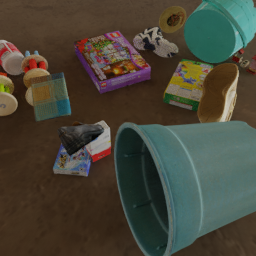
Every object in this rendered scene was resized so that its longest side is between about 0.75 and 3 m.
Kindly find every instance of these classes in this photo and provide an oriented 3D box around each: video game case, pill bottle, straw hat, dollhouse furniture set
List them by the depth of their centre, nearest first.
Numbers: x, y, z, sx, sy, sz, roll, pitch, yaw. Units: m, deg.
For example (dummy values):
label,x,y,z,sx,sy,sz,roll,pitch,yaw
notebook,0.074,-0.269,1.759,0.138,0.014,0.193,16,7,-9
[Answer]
label,x,y,z,sx,sy,sz,roll,pitch,yaw
video game case,-1.537,0.846,8.025,0.947,0.238,1.045,3,48,4
pill bottle,-4.655,-2.803,10.937,0.882,0.882,1.572,-28,53,-23
dollhouse furniture set,4.648,-2.665,10.972,0.481,0.637,1.183,-35,57,-28
straw hat,2.175,-4.978,13.112,1.330,1.330,0.563,34,15,27

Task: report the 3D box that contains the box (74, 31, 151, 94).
label,x,y,z,sx,sy,sz,roll,pitch,yaw
box,-0.694,-2.701,11.024,2.040,0.583,2.981,-19,50,-17

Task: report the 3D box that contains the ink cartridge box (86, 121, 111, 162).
label,x,y,z,sx,sy,sz,roll,pitch,yaw
ink cartridge box,-0.840,0.389,7.801,0.637,1.096,0.369,-25,52,-23

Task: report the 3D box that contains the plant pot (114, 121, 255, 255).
label,x,y,z,sx,sy,sz,roll,pitch,yaw
plant pot,1.470,1.081,6.287,2.826,2.885,2.885,-10,48,-20

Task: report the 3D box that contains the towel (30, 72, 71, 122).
label,x,y,z,sx,sy,sz,roll,pitch,yaw
towel,-2.378,-0.958,8.575,1.071,0.158,1.460,-11,74,-8

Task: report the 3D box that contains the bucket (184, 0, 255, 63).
label,x,y,z,sx,sy,sz,roll,pitch,yaw
bucket,3.574,-3.927,10.995,2.573,2.573,1.674,31,58,25

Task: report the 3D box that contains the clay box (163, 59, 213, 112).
label,x,y,z,sx,sy,sz,roll,pitch,yaw
clay box,2.218,-1.621,10.083,1.266,0.525,2.204,18,50,16

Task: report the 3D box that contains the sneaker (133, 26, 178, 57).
label,x,y,z,sx,sy,sz,roll,pitch,yaw
sneaker,1.362,-3.761,11.850,1.993,0.795,1.297,18,58,29

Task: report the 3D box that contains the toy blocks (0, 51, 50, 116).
label,x,y,z,sx,sy,sz,roll,pitch,yaw
toy blocks,-3.912,-1.800,9.955,2.229,0.971,2.675,-14,49,-13

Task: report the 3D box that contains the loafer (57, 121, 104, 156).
label,x,y,z,sx,sy,sz,roll,pitch,yaw
loafer,-1.004,0.079,6.296,0.594,1.632,0.590,-37,90,16

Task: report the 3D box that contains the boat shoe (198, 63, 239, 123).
label,x,y,z,sx,sy,sz,roll,pitch,yaw
boat shoe,2.979,-0.963,9.191,1.073,1.007,2.910,6,51,33
